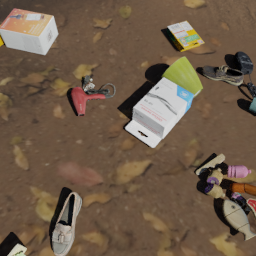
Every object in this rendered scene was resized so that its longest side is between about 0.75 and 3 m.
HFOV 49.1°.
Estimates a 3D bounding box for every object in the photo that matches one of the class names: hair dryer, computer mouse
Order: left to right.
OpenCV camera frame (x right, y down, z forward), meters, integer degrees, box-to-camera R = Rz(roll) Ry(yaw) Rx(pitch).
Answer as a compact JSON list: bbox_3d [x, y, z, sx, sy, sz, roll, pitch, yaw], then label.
[{"bbox_3d":[-1.673,-1.413,12.288,1.673,0.597,2.197,23,62,12],"label":"hair dryer"},{"bbox_3d":[5.545,-2.389,13.034,0.828,0.481,2.826,6,61,-23],"label":"computer mouse"}]

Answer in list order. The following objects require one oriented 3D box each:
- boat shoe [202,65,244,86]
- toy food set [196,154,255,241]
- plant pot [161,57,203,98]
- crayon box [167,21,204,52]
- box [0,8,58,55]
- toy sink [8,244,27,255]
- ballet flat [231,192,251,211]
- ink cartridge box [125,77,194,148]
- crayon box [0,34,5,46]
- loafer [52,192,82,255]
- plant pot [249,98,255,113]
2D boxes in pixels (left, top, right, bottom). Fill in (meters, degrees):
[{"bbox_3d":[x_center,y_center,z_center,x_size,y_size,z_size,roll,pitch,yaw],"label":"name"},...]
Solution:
[{"bbox_3d":[4.403,-2.592,12.935,1.916,0.702,0.714,17,60,10],"label":"boat shoe"},{"bbox_3d":[3.803,2.200,9.850,1.833,0.454,2.884,-33,57,-8],"label":"toy food set"},{"bbox_3d":[2.499,-2.050,12.337,1.452,1.452,1.552,-36,79,-20],"label":"plant pot"},{"bbox_3d":[2.907,-4.600,14.297,1.151,0.472,1.831,-20,60,-12],"label":"crayon box"},{"bbox_3d":[-4.931,-4.831,14.028,2.197,1.168,1.673,13,60,8],"label":"box"},{"bbox_3d":[-3.457,4.378,8.622,0.708,0.824,1.264,29,62,16],"label":"toy sink"},{"bbox_3d":[4.159,2.690,9.955,1.091,0.377,0.388,33,82,21],"label":"ballet flat"},{"bbox_3d":[1.294,-0.685,11.576,1.581,0.910,2.729,34,61,18],"label":"ink cartridge box"},{"bbox_3d":[-7.312,-4.405,14.104,1.473,0.589,2.320,34,65,19],"label":"crayon box"},{"bbox_3d":[-2.109,3.179,9.444,0.751,0.657,2.089,9,59,5],"label":"loafer"},{"bbox_3d":[5.635,-0.894,11.918,0.772,0.788,0.788,24,61,23],"label":"plant pot"}]
